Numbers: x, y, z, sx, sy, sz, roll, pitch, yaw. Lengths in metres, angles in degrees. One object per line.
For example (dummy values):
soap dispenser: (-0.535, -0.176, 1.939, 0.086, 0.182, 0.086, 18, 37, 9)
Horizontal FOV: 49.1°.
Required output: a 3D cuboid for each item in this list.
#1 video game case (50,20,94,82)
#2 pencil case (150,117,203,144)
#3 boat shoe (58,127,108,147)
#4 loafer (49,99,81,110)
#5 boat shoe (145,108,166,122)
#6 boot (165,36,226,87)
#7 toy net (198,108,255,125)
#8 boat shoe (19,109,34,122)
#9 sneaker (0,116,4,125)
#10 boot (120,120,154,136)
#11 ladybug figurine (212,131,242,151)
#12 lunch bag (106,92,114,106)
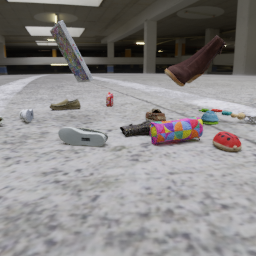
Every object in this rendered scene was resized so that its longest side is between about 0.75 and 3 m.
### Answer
video game case: (-2.577, -3.324, 12.660, 0.244, 2.707, 1.939, -34, 20, -19)
pencil case: (1.692, 0.084, 9.793, 1.929, 0.853, 0.853, -5, 15, -19)
boat shoe: (-1.525, 0.294, 9.574, 1.690, 0.597, 0.538, 10, 16, 9)
loafer: (-3.571, -1.358, 15.907, 1.763, 0.594, 0.670, -5, 15, -19)
boat shoe: (1.284, -0.581, 12.742, 0.686, 0.650, 1.812, -5, 15, -19)
boot: (2.799, -2.861, 11.498, 1.015, 2.333, 2.805, 48, 27, 15)
toy net: (4.696, -0.508, 12.868, 2.769, 0.535, 1.452, 3, 12, 5)
boat shoe: (-4.784, -0.568, 13.031, 0.547, 0.615, 1.673, -7, 5, -9)
sneaker: (-5.936, -0.253, 11.421, 0.713, 0.675, 1.764, 3, 15, 23)
boot: (0.490, 0.095, 10.598, 1.368, 0.544, 1.571, -11, 13, -20)
ladybug figurine: (3.274, 0.417, 9.238, 0.840, 0.445, 1.237, -2, 14, -9)
lunch bag: (-1.114, -1.772, 17.053, 0.388, 0.833, 0.946, 2, 14, 6)
